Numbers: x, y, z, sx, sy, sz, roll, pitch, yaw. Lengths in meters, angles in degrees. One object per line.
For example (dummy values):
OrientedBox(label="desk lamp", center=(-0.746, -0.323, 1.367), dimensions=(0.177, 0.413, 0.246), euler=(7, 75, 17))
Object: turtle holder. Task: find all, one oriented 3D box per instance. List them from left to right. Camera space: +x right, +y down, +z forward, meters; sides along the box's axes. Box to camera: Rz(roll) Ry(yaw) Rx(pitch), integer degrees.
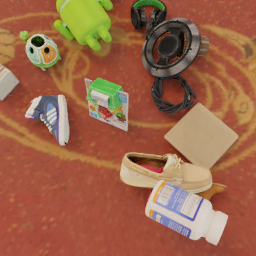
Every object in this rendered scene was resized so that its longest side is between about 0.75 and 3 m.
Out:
OrientedBox(label="turtle holder", center=(-3.415, -3.172, 10.935), dimensions=(1.197, 1.119, 1.575), euler=(-21, 73, -7))

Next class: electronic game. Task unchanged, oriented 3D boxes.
OrientedBox(label="electronic game", center=(1.593, -3.079, 10.728), dimensions=(2.431, 0.506, 2.431), euler=(-10, 71, 32))

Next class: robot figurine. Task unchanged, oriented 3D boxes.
OrientedBox(label="robot figurine", center=(-1.721, -4.385, 10.942), dimensions=(2.337, 1.541, 2.664), euler=(-34, 91, 12))

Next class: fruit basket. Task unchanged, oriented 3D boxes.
OrientedBox(label="fruit basket", center=(-0.754, -0.738, 9.626), dimensions=(1.654, 1.785, 0.837), euler=(23, 46, 18))

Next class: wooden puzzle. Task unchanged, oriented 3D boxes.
OrientedBox(label="wooden puzzle", center=(2.653, 0.329, 10.173), dimensions=(2.080, 0.387, 1.924), euler=(-42, 76, -18))

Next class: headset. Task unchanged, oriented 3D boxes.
OrientedBox(label="headset", center=(0.838, -4.581, 11.399), dimensions=(1.516, 1.153, 2.455), euler=(3, 60, 2))

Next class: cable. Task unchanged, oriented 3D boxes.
OrientedBox(label="cable", center=(1.631, -1.383, 10.713), dimensions=(1.527, 0.476, 1.872), euler=(-26, 65, 0))

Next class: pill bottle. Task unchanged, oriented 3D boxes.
OrientedBox(label="pill bottle", center=(1.581, 2.307, 7.612), dimensions=(1.997, 1.119, 1.119), euler=(22, 72, 20))

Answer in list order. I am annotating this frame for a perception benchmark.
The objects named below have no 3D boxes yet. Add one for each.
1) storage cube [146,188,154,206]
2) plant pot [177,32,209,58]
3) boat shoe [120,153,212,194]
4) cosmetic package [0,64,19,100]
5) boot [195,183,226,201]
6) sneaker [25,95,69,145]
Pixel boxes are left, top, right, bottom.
OrientedBox(label="storage cube", center=(0.991, 2.377, 9.270), dimensions=(0.661, 0.696, 0.774), euler=(16, 73, 5))
OrientedBox(label="plant pot", center=(2.579, -3.252, 11.079), dimensions=(1.027, 1.038, 1.038), euler=(3, 71, -7))
OrientedBox(label="boat shoe", center=(1.241, 1.350, 8.930), dimensions=(2.998, 1.037, 1.105), euler=(4, 34, 2))
OrientedBox(label="cosmetic package", center=(-5.379, -2.129, 10.699), dimensions=(2.041, 0.891, 1.055), euler=(33, 74, 11))
OrientedBox(label="boot", center=(2.486, 2.479, 9.270), dimensions=(1.666, 0.639, 1.293), euler=(-2, 73, -3))
OrientedBox(label="sneaker", center=(-2.955, -0.249, 10.132), dimensions=(1.450, 0.798, 1.980), euler=(-8, 72, 0))
